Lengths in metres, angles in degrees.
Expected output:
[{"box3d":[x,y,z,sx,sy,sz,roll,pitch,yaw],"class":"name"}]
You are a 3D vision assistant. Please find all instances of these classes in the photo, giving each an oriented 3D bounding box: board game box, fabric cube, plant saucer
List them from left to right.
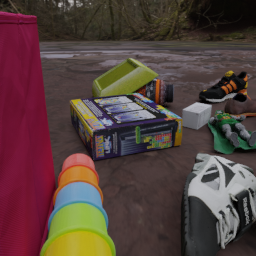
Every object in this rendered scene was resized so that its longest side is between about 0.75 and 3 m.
[{"box3d":[-2.527,0.280,3.165,2.936,2.983,2.993,-4,21,-7],"class":"fabric cube"},{"box3d":[-0.336,-1.783,10.328,2.348,0.563,2.352,-33,27,0],"class":"plant saucer"},{"box3d":[-0.201,-0.185,7.509,2.243,0.769,2.713,-9,23,-18],"class":"board game box"}]

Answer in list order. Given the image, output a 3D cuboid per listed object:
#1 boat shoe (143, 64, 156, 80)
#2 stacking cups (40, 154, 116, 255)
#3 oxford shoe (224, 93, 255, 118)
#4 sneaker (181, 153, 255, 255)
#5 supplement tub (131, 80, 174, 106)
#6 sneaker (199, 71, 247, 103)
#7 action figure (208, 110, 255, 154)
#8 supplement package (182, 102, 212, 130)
[{"box3d":[0.575,-2.580,13.475,0.998,1.000,2.762,12,24,28],"class":"boat shoe"},{"box3d":[-0.750,1.157,3.874,0.882,0.882,2.917,-4,19,-11],"class":"stacking cups"},{"box3d":[3.850,-0.782,9.093,2.044,0.741,0.728,-19,28,-40],"class":"oxford shoe"},{"box3d":[1.388,1.052,3.941,1.147,0.960,2.592,6,22,21],"class":"sneaker"},{"box3d":[0.702,-1.259,10.023,1.843,0.985,0.985,2,21,6],"class":"supplement tub"},{"box3d":[3.735,-1.677,10.964,2.419,1.088,0.846,-11,24,-28],"class":"sneaker"},{"box3d":[2.688,-0.050,7.445,1.370,0.634,2.320,-2,17,2],"class":"action figure"},{"box3d":[2.036,-0.370,8.300,0.514,0.534,0.939,16,26,34],"class":"supplement package"}]
